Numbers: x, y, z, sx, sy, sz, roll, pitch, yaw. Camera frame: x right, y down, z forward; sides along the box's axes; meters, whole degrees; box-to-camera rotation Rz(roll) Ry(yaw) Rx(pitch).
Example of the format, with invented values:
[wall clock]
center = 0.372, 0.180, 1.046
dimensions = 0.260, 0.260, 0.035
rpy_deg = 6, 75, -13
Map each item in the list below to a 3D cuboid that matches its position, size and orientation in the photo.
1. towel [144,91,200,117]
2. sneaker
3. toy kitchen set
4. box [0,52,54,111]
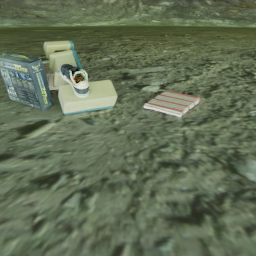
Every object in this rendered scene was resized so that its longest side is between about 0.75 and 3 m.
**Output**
[towel]
center = 1.471, -0.784, 9.112
dimensions = 1.272, 0.260, 1.738
rpy_deg = 16, 30, 29
[sneaker]
center = -1.536, -1.547, 8.144
dimensions = 0.570, 0.577, 1.454
rpy_deg = -22, 55, -28
[toy kitchen set]
center = -1.818, -1.420, 9.807
dimensions = 1.677, 2.281, 2.847
rpy_deg = -10, 62, -23
[box]
center = -3.343, -1.518, 9.013
dimensions = 2.000, 1.577, 0.510
rpy_deg = 17, 40, 35
